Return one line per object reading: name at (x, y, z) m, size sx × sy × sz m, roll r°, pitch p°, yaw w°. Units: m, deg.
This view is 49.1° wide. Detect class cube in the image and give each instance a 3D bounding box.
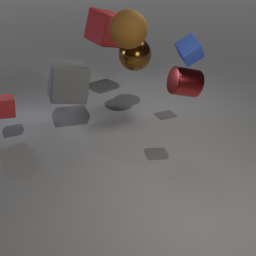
cube at (-0.997, -4.657, 13.060) m, size 1.400 × 1.400 × 1.400 m, roll 36°, pitch 32°, yaw 33°
cube at (-4.544, -0.793, 10.255) m, size 0.700 × 0.700 × 0.700 m, roll -8°, pitch 29°, yaw -27°
cube at (-2.361, -1.827, 10.989) m, size 1.400 × 1.400 × 1.400 m, roll 0°, pitch 26°, yaw -22°
cube at (2.149, -2.714, 9.764) m, size 0.700 × 0.700 × 0.700 m, roll -30°, pitch 61°, yaw 12°

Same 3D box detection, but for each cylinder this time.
cylinder at (1.435, -1.157, 7.053) m, size 0.700 × 0.700 × 0.700 m, roll 5°, pitch 26°, yaw -20°

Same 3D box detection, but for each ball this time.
ball at (0.295, -3.150, 11.976) m, size 1.400 × 1.400 × 1.400 m, roll 0°, pitch 29°, yaw 0°
ball at (0.027, -3.637, 10.342) m, size 1.400 × 1.400 × 1.400 m, roll 0°, pitch 29°, yaw 0°
